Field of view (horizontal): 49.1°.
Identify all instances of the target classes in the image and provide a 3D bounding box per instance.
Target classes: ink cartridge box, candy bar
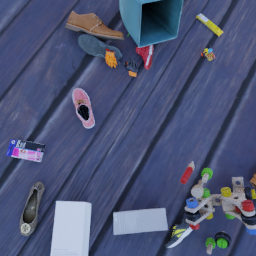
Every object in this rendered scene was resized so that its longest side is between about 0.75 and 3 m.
[{"bbox_3d":[-4.134,0.881,11.252,1.486,0.276,0.704,10,72,6],"label":"ink cartridge box"},{"bbox_3d":[3.819,-4.871,13.153,0.377,0.167,1.510,-41,76,-16],"label":"candy bar"}]

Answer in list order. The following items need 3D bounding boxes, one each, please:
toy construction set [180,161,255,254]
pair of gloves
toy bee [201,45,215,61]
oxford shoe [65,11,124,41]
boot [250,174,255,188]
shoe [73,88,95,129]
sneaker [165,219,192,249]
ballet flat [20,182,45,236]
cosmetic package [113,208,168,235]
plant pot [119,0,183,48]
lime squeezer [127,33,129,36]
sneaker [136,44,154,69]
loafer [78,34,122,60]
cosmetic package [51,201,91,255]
[{"bbox_3d":[3.209,2.363,10.024,2.449,2.257,2.937,-36,92,34],"label":"toy construction set"},{"bbox_3d":[-0.267,-2.695,11.795,1.518,1.352,0.188,22,72,10],"label":"pair of gloves"},{"bbox_3d":[3.564,-3.293,12.527,0.513,0.944,0.618,-21,109,20],"label":"toy bee"},{"bbox_3d":[-1.419,-4.549,12.475,2.777,0.990,0.990,19,101,6],"label":"oxford shoe"},{"bbox_3d":[5.612,2.145,10.621,1.293,0.639,1.665,-41,76,-13],"label":"boot"},{"bbox_3d":[-1.858,-0.946,11.511,0.675,0.860,1.890,-19,73,-6],"label":"shoe"},{"bbox_3d":[1.798,3.846,10.213,1.299,0.484,0.550,-34,69,-20],"label":"sneaker"},{"bbox_3d":[-3.591,2.988,10.446,0.667,0.459,1.981,13,72,4],"label":"ballet flat"},{"bbox_3d":[0.426,3.348,10.058,1.865,0.996,0.841,-3,71,1],"label":"cosmetic package"},{"bbox_3d":[0.743,-5.227,12.174,1.927,1.928,2.728,-19,52,-17],"label":"plant pot"},{"bbox_3d":[0.027,-4.677,13.084,0.342,0.183,0.968,-13,71,0],"label":"lime squeezer"},{"bbox_3d":[0.692,-3.185,12.510,0.758,0.514,1.312,7,62,13],"label":"sneaker"},{"bbox_3d":[-1.239,-3.539,12.569,2.139,0.673,0.769,28,105,13],"label":"loafer"},{"bbox_3d":[-1.931,3.887,9.668,1.100,1.396,2.594,0,70,2],"label":"cosmetic package"}]
